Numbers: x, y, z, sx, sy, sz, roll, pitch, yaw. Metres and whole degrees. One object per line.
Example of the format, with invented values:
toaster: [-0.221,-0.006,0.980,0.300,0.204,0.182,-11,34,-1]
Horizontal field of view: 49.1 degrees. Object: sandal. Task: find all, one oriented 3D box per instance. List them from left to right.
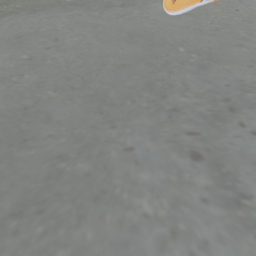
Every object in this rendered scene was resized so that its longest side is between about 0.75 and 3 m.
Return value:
sandal: [1.263,-2.480,4.786,1.879,0.720,0.538,-14,-3,44]
